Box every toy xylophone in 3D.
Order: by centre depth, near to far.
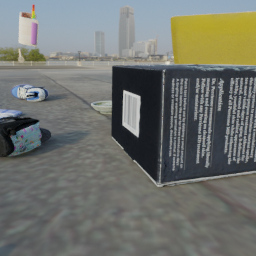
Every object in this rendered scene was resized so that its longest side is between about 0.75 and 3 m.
[{"bbox_3d":[-2.427,-2.282,6.785,0.402,1.172,1.601,3,34,-21],"label":"toy xylophone"}]

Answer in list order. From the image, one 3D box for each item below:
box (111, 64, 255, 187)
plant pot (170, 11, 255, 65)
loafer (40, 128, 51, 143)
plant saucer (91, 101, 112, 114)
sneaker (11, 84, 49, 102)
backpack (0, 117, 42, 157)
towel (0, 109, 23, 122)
[{"bbox_3d":[1.250,-0.324,5.084,2.603,1.641,2.648,-2,14,-18],"label":"box"},{"bbox_3d":[2.718,-1.464,7.565,2.776,2.448,2.776,5,7,21],"label":"plant pot"},{"bbox_3d":[-2.090,0.163,5.784,0.951,0.342,0.300,-10,12,-24],"label":"loafer"},{"bbox_3d":[-0.585,-0.660,9.149,1.237,0.310,1.237,0,13,0],"label":"plant saucer"},{"bbox_3d":[-4.218,-1.460,11.635,1.664,0.670,1.219,5,10,-1],"label":"sneaker"},{"bbox_3d":[-2.069,0.157,5.099,0.846,0.641,1.013,10,19,25],"label":"backpack"},{"bbox_3d":[-4.117,-0.322,7.975,1.364,0.221,1.857,4,14,13],"label":"towel"}]
